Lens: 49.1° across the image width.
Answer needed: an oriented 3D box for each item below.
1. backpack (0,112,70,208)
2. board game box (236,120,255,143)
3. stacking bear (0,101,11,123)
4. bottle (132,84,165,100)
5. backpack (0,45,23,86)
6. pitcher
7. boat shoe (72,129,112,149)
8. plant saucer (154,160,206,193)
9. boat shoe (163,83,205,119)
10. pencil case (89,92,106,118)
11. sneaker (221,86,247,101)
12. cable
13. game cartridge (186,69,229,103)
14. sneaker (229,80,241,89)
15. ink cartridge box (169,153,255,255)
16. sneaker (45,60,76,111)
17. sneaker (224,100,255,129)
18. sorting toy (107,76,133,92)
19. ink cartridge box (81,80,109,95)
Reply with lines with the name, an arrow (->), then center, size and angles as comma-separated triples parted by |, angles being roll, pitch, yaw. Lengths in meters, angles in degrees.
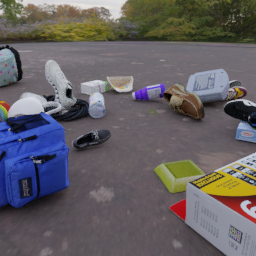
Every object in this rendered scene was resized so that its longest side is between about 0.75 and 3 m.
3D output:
backpack -> -2.459, 0.741, 6.074 | 2.170, 1.763, 1.821 | -14, 27, -33
board game box -> 5.004, -0.060, 9.822 | 1.942, 0.470, 2.568 | 11, 25, 25
stacking bear -> -4.726, -0.399, 9.754 | 1.338, 1.253, 2.203 | -5, 11, 0
bottle -> 1.017, -1.671, 13.513 | 1.576, 0.658, 0.515 | -11, 31, 11
backpack -> -7.568, -3.416, 16.164 | 1.744, 2.299, 2.756 | 21, 35, 33
pitcher -> -3.314, -0.563, 10.085 | 1.645, 1.162, 1.917 | 2, 27, -6
boat shoe -> -1.071, 0.332, 8.666 | 1.313, 0.477, 0.412 | -18, -4, -21
plant saucer -> 1.383, 1.140, 7.074 | 1.139, 0.273, 1.141 | -6, 23, -15
boat shoe -> 2.265, -1.026, 11.765 | 0.998, 1.022, 2.702 | -21, 28, -6
pencil case -> -1.315, -0.988, 11.816 | 0.675, 0.737, 1.625 | -3, 21, -6
sneaker -> 4.884, -1.607, 13.649 | 1.757, 0.658, 0.792 | 0, 29, 17
cable -> -2.719, -1.004, 11.954 | 2.116, 0.659, 2.594 | -3, 21, -7
game cartridge -> 3.875, -2.042, 13.619 | 1.977, 0.616, 2.968 | -2, 31, 21
sneaker -> 4.978, -2.296, 15.092 | 1.942, 0.738, 1.403 | -12, 27, -25
ink cartridge box -> 2.368, 1.337, 5.570 | 2.415, 1.012, 2.120 | -15, 25, -31
sneaker -> -2.665, -1.786, 11.304 | 0.859, 2.119, 0.796 | -20, 1, 41
sneaker -> 3.961, -0.462, 9.283 | 1.867, 0.682, 1.045 | 17, 25, 36
sorting toy -> -0.348, -2.267, 15.196 | 1.427, 0.762, 1.285 | -4, 30, -13
ink cartridge box -> -1.792, -2.189, 15.118 | 0.903, 0.521, 1.241 | 17, 27, 37
